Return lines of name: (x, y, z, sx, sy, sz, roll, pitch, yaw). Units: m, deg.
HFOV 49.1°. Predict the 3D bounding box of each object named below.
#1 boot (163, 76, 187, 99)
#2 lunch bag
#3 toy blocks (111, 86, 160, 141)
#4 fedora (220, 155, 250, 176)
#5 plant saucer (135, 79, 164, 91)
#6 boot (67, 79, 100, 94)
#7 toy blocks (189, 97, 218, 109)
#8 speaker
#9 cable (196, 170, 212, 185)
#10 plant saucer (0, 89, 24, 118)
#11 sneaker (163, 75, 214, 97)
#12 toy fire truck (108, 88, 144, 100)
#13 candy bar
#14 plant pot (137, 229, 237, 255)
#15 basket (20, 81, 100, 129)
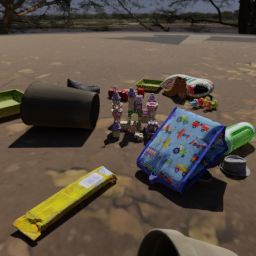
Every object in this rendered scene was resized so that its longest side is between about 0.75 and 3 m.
boot: (2.461, -2.175, 14.641, 0.529, 1.070, 1.378, -21, 32, -39)
lunch bag: (1.412, 0.699, 7.931, 2.305, 1.084, 1.735, -43, 44, -19)
toy blocks: (0.256, -0.715, 10.639, 1.879, 1.692, 2.011, 1, 24, 2)
fedora: (3.179, 1.069, 8.269, 0.855, 0.386, 0.756, 10, 26, 22)
plant saucer: (1.278, -2.489, 16.242, 1.394, 0.334, 1.396, 9, 25, 19)
boot: (-2.459, -2.208, 15.394, 1.319, 0.699, 2.003, -11, 36, -33)
toy blocks: (3.511, -1.121, 13.127, 1.095, 0.398, 0.912, -12, 26, -25)
speaker: (3.576, 0.331, 9.461, 1.732, 0.766, 0.766, -19, 31, -36)
cable: (1.726, 0.903, 8.413, 1.048, 0.543, 2.158, 1, 23, -11)
plant saucer: (-5.720, -1.064, 12.790, 2.356, 0.565, 2.359, -21, 32, -39)
sneaker: (3.147, -2.215, 14.845, 2.733, 0.962, 1.278, 10, 20, 15)
toy fire truck: (-0.083, -1.842, 14.725, 1.643, 0.400, 1.159, 13, 27, 29)
candy bar: (-1.360, 1.697, 6.947, 0.727, 0.323, 2.917, 21, 31, 31)
plant pot: (1.040, 2.366, 4.264, 1.375, 1.585, 1.585, 8, 20, -21)
basket: (-2.500, -0.839, 11.060, 2.522, 1.715, 2.274, 8, 27, 8)
